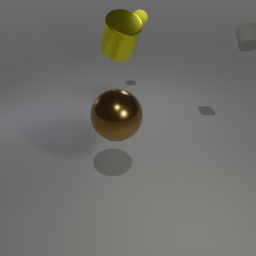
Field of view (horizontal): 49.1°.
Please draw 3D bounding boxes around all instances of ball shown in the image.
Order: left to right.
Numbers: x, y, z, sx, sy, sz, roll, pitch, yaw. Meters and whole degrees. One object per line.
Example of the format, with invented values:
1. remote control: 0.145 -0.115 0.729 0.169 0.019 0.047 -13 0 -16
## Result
1. ball: -0.303 -0.342 7.491 1.400 1.400 1.400 0 32 0
2. ball: 0.528 -4.901 12.513 0.700 0.700 0.700 0 32 0

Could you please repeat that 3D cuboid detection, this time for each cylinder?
1. cylinder: -0.278 -3.543 10.797 1.400 1.400 1.400 6 60 -11
2. cylinder: 4.105 -3.107 9.575 0.700 0.700 0.700 -1 71 -1
